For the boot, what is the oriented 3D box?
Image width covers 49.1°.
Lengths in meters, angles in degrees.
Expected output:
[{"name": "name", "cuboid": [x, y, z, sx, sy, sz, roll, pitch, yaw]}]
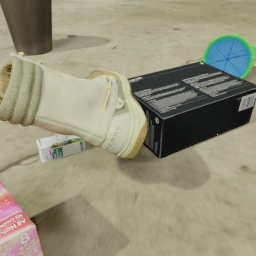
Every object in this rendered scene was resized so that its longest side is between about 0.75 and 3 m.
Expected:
[{"name": "boot", "cuboid": [-0.949, -0.571, 4.392, 1.974, 0.920, 2.552, 16, 23, -25]}]

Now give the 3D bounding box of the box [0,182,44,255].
[{"name": "box", "cuboid": [-2.458, 1.815, 2.868, 2.888, 1.367, 1.482, -26, 41, -35]}]

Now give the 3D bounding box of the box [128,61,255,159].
[{"name": "box", "cuboid": [1.379, -0.626, 6.941, 2.874, 1.133, 2.029, -18, 40, -25]}]

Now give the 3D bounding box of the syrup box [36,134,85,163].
[{"name": "syrup box", "cuboid": [-1.443, 0.382, 6.057, 0.952, 0.375, 0.388, -15, 36, -23]}]

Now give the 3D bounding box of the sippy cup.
[{"name": "sippy cup", "cuboid": [3.478, -2.381, 9.491, 2.055, 1.614, 1.506, 27, 28, 18]}]

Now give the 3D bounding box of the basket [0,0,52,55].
[{"name": "basket", "cuboid": [-4.173, -4.645, 11.719, 2.519, 2.793, 1.900, 15, 35, 21]}]
